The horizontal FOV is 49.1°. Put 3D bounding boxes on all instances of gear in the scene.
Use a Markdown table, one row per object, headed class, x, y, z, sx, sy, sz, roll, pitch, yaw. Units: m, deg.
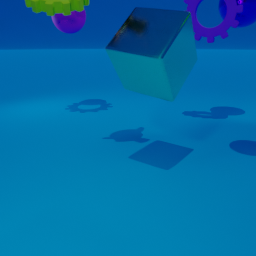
| class | x | y | z | sx | sy | sz | roll | pitch | yaw |
| --- | --- | --- | --- | --- | --- | --- | --- | --- | --- |
| gear | -2.237 | -4.174 | 8.864 | 1.975 | 0.365 | 1.975 | 2 | 47 | -2 |
| gear | 2.370 | -3.297 | 7.971 | 1.645 | 1.645 | 0.304 | 6 | 19 | 19 |

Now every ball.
| class | x | y | z | sx | sy | sz | roll | pitch | yaw |
| --- | --- | --- | --- | --- | --- | --- | --- | --- | --- |
| ball | -2.124 | -4.035 | 10.076 | 1.211 | 1.211 | 1.211 | 0 | 18 | 0 |
| ball | 3.412 | -3.710 | 8.368 | 1.351 | 1.351 | 1.351 | 0 | 18 | 0 |

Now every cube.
| class | x | y | z | sx | sy | sz | roll | pitch | yaw |
| --- | --- | --- | --- | --- | --- | --- | --- | --- | --- |
| cube | 0.481 | -1.352 | 5.132 | 1.125 | 1.125 | 1.125 | 20 | 67 | 30 |
